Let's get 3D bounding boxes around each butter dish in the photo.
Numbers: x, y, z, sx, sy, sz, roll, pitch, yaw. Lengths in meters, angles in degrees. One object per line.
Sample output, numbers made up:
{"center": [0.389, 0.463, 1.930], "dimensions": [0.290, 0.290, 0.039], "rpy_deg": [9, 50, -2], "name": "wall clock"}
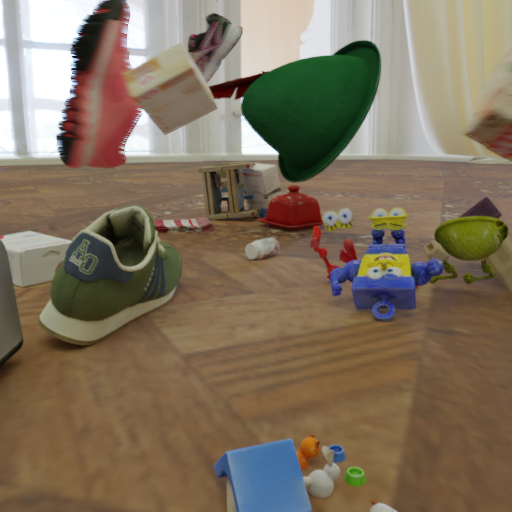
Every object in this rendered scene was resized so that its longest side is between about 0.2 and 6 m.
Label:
{"center": [0.816, -1.084, 12.199], "dimensions": [1.226, 0.909, 1.230], "rpy_deg": [-8, 15, -36], "name": "butter dish"}

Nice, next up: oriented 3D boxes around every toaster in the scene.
{"center": [-3.099, 0.582, 4.125], "dimensions": [1.910, 1.253, 2.112], "rpy_deg": [-1, 13, 2], "name": "toaster"}

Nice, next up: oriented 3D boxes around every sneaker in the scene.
{"center": [-2.564, -2.937, 9.815], "dimensions": [1.289, 2.972, 1.095], "rpy_deg": [6, 17, -43], "name": "sneaker"}
{"center": [-1.137, -4.273, 11.903], "dimensions": [0.854, 1.979, 0.795], "rpy_deg": [37, 29, -12], "name": "sneaker"}
{"center": [-1.376, -0.012, 6.408], "dimensions": [0.893, 1.196, 2.663], "rpy_deg": [25, 19, 7], "name": "sneaker"}

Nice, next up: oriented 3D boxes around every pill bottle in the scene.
{"center": [0.095, -0.113, 9.281], "dimensions": [0.312, 0.312, 0.551], "rpy_deg": [12, 18, 41], "name": "pill bottle"}

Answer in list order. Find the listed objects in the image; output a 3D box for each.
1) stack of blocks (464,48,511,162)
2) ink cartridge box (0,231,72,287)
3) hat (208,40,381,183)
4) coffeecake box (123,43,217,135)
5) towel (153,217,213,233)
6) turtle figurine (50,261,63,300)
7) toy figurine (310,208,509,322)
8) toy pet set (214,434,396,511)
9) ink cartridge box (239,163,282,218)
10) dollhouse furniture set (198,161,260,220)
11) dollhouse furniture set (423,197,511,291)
{"center": [3.619, -2.148, 6.975], "dimensions": [1.224, 2.126, 0.623], "rpy_deg": [30, -20, 1], "name": "stack of blocks"}
{"center": [-3.341, 0.027, 8.171], "dimensions": [1.264, 0.527, 0.918], "rpy_deg": [10, 16, 37], "name": "ink cartridge box"}
{"center": [0.047, -3.058, 10.010], "dimensions": [2.940, 3.340, 2.767], "rpy_deg": [24, 33, -26], "name": "hat"}
{"center": [-1.373, -2.697, 9.218], "dimensions": [1.058, 0.503, 1.378], "rpy_deg": [-25, -17, 6], "name": "coffeecake box"}
{"center": [-1.745, -0.673, 12.069], "dimensions": [1.543, 0.175, 1.111], "rpy_deg": [-3, 12, -12], "name": "towel"}
{"center": [-2.167, 0.289, 7.234], "dimensions": [1.356, 0.437, 1.093], "rpy_deg": [-12, 18, -43], "name": "turtle figurine"}
{"center": [1.765, 0.338, 6.751], "dimensions": [2.388, 1.260, 1.431], "rpy_deg": [1, 41, 17], "name": "toy figurine"}
{"center": [0.278, 1.186, 3.061], "dimensions": [0.963, 0.548, 1.032], "rpy_deg": [-4, 13, -19], "name": "toy pet set"}
{"center": [0.149, -1.562, 13.432], "dimensions": [0.514, 1.220, 0.891], "rpy_deg": [-26, 26, -32], "name": "ink cartridge box"}
{"center": [-0.459, -1.645, 13.662], "dimensions": [1.222, 1.229, 1.744], "rpy_deg": [-2, 12, 17], "name": "dollhouse furniture set"}
{"center": [3.467, 0.239, 8.221], "dimensions": [1.136, 1.268, 1.600], "rpy_deg": [37, 25, -25], "name": "dollhouse furniture set"}
